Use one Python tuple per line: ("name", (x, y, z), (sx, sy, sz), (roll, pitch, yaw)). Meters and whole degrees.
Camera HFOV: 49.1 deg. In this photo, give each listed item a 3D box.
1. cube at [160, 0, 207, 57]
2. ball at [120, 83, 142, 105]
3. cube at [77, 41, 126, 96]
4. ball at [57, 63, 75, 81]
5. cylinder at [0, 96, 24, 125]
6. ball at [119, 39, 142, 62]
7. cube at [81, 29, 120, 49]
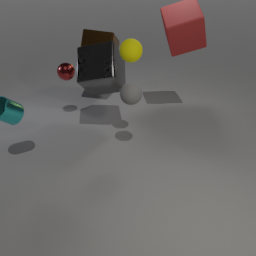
("cube", (2.153, -3.901, 10.872), (1.400, 1.400, 1.400), (-14, 53, 11))
("ball", (0.094, -1.075, 8.843), (0.700, 0.700, 0.700), (0, 29, 0))
("cube", (-0.954, -2.143, 10.316), (1.400, 1.400, 1.400), (-6, -15, 16))
("ball", (-2.465, -2.241, 11.134), (0.700, 0.700, 0.700), (0, 29, 0))
("cylinder", (-3.616, -0.514, 8.367), (0.700, 0.700, 0.700), (19, -7, 30))
("ball", (0.090, -2.354, 8.516), (0.700, 0.700, 0.700), (0, 29, 0))
("cube", (-1.281, -3.547, 12.784), (1.400, 1.400, 1.400), (10, 4, 9))
